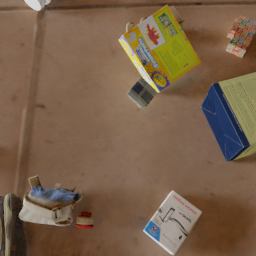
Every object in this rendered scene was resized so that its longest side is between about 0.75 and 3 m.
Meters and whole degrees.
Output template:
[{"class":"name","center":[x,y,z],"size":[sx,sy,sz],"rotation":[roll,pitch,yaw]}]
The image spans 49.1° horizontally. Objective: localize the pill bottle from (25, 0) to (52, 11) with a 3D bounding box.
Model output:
[{"class":"pill bottle","center":[-3.779,-6.439,12.744],"size":[1.173,1.173,2.059],"rotation":[28,69,11]}]

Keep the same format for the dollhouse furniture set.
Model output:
[{"class":"dollhouse furniture set","center":[1.160,-3.953,11.609],"size":[2.000,1.301,1.837],"rotation":[-24,68,-10]}]

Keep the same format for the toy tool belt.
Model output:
[{"class":"toy tool belt","center":[-2.143,2.319,8.869],"size":[2.307,1.440,1.418],"rotation":[7,75,2]}]

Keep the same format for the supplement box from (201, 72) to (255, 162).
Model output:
[{"class":"supplement box","center":[4.353,-0.459,9.910],"size":[2.457,1.651,2.459],"rotation":[-16,68,-7]}]

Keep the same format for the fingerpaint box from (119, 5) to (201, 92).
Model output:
[{"class":"fingerpaint box","center":[1.203,-2.937,10.688],"size":[2.072,0.911,2.484],"rotation":[-37,102,-7]}]

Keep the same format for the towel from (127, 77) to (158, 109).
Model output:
[{"class":"towel","center":[0.498,-1.197,9.735],"size":[0.864,0.149,0.832],"rotation":[42,83,-16]}]

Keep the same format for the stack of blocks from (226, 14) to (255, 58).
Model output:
[{"class":"stack of blocks","center":[4.834,-3.969,12.046],"size":[0.986,0.501,1.712],"rotation":[28,70,11]}]

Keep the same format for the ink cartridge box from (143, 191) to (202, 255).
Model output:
[{"class":"ink cartridge box","center":[1.416,2.993,8.963],"size":[1.163,0.672,1.594],"rotation":[35,71,14]}]

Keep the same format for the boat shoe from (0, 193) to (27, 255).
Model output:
[{"class":"boat shoe","center":[-3.835,3.487,8.672],"size":[1.038,1.055,2.832],"rotation":[-15,59,4]}]
